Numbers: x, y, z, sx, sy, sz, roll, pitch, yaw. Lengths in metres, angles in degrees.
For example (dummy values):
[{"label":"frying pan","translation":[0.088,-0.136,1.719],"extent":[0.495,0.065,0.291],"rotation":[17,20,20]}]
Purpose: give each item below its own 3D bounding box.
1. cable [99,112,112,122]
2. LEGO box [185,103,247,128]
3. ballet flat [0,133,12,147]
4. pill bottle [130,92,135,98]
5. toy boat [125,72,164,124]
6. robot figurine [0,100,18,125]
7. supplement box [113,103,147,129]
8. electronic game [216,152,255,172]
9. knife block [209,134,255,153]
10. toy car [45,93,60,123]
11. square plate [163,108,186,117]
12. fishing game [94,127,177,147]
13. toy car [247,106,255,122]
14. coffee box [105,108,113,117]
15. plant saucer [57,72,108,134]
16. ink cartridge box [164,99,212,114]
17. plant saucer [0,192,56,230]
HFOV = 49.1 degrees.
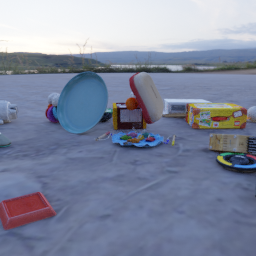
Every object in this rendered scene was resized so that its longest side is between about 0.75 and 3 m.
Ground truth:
[{"label":"cable","translation":[-1.497,-0.503,12.936],"extent":[1.536,0.390,1.253],"rotation":[-5,10,-14]},{"label":"LEGO box","translation":[3.686,-0.550,11.967],"extent":[2.149,0.829,1.601],"rotation":[0,14,0]},{"label":"ballet flat","translation":[-4.876,0.220,9.350],"extent":[2.084,0.664,0.702],"rotation":[4,15,15]},{"label":"pill bottle","translation":[0.442,-2.349,19.812],"extent":[0.456,0.456,0.813],"rotation":[8,17,28]},{"label":"toy boat","translation":[0.463,-1.013,10.332],"extent":[1.249,1.911,1.247],"rotation":[-22,10,30]},{"label":"robot figurine","translation":[-5.762,-0.702,12.374],"extent":[1.654,0.934,1.402],"rotation":[-3,48,-10]},{"label":"supplement box","translation":[0.041,-0.540,11.833],"extent":[1.345,0.893,1.327],"rotation":[-1,14,-5]},{"label":"electronic game","translation":[3.000,0.891,7.547],"extent":[1.219,0.254,1.219],"rotation":[0,14,0]},{"label":"knife block","translation":[3.464,0.490,8.481],"extent":[1.391,0.507,1.584],"rotation":[7,-3,-28]},{"label":"toy car","translation":[-3.134,-0.764,12.531],"extent":[1.149,1.340,1.532],"rotation":[-43,31,-16]},{"label":"square plate","translation":[2.241,-0.806,14.273],"extent":[1.474,0.212,1.488],"rotation":[-3,14,-8]},{"label":"fishing game","translation":[0.303,0.274,9.715],"extent":[2.690,0.418,1.926],"rotation":[4,12,15]},{"label":"toy car","translation":[5.890,-0.738,12.613],"extent":[1.484,1.368,1.313],"rotation":[-26,7,18]},{"label":"coffee box","translation":[-1.048,-0.780,14.098],"extent":[0.683,0.244,1.110],"rotation":[-4,15,-17]},{"label":"plant saucer","translation":[-1.742,-0.972,10.964],"extent":[2.498,2.498,0.342],"rotation":[10,-8,33]},{"label":"ink cartridge box","translation":[2.896,-1.128,14.270],"extent":[2.104,0.650,2.594],"rotation":[1,7,1]},{"label":"plant saucer","translation":[-1.947,1.509,5.325],"extent":[0.920,0.169,0.918],"rotation":[-10,17,-31]}]
